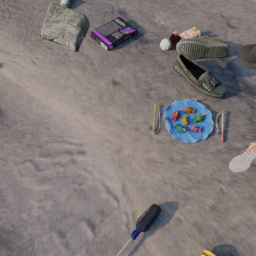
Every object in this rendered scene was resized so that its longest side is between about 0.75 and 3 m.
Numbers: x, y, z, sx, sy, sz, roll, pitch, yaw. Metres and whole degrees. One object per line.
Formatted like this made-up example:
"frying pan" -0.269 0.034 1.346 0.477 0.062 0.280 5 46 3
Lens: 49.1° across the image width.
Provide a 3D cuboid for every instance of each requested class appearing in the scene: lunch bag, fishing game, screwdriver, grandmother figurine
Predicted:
"lunch bag" -1.638 -2.533 7.220 1.091 0.760 0.915 21 87 -1
"fishing game" 2.022 -0.316 9.246 2.399 0.373 1.718 9 60 6
"screwdriver" -0.008 2.977 7.055 0.387 0.371 2.663 12 48 44
"grandmother figurine" 2.083 -3.557 11.298 1.682 0.509 1.020 -22 40 -10

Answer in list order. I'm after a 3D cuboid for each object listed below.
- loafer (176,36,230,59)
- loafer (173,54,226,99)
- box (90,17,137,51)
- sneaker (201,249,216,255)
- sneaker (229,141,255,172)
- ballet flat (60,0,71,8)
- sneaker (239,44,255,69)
"loafer" 2.874 -3.174 10.941 2.042 0.768 0.711 3 48 -5
"loafer" 2.542 -1.854 10.022 2.241 0.705 0.805 39 65 22
"box" -0.580 -3.939 11.635 1.617 0.292 1.156 -36 64 -19
"sneaker" 2.220 3.446 6.843 1.004 0.351 0.452 35 80 20
"sneaker" 2.712 0.637 6.324 0.353 0.910 0.510 50 31 14
"ballet flat" -2.841 -5.934 12.833 0.471 0.446 1.399 7 58 5
"sneaker" 3.556 -1.970 7.051 0.789 0.943 2.078 -41 28 -2
